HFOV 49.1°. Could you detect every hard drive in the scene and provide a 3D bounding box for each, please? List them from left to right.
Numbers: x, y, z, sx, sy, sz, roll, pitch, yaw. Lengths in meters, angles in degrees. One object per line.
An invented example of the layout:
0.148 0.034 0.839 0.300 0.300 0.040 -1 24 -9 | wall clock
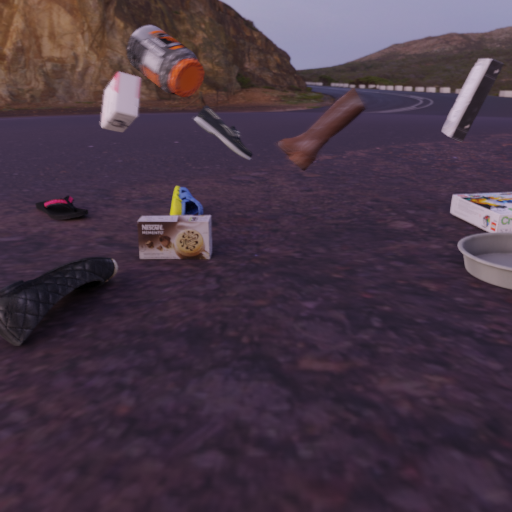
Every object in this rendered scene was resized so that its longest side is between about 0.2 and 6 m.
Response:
4.684 -3.422 12.270 0.332 1.753 1.225 22 22 1 | hard drive

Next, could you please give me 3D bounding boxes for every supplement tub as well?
-2.037 -4.369 12.653 1.066 1.066 1.741 -19 52 -44 | supplement tub

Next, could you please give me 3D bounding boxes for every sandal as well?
-5.220 -1.357 14.793 0.832 0.499 2.215 -17 25 -41 | sandal
-1.800 -1.293 14.460 0.798 0.729 1.834 7 23 -11 | sandal

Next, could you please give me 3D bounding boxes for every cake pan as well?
5.063 0.108 10.488 2.486 0.456 2.486 0 19 0 | cake pan

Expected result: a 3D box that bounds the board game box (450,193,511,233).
6.860 -1.104 13.903 3.284 0.568 2.073 -4 20 -11 | board game box

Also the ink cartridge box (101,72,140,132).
-2.811 -3.150 11.587 0.493 0.846 1.169 8 -8 -27 | ink cartridge box

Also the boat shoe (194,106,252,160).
-0.696 -2.958 13.527 1.656 0.500 0.626 35 3 -20 | boat shoe

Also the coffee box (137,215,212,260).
-1.644 -0.387 11.406 1.440 0.814 0.575 1 18 0 | coffee box

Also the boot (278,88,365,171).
1.420 -2.830 12.145 0.623 1.941 1.809 36 13 -26 | boot

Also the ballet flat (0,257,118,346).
-3.135 0.621 8.928 0.972 0.831 2.924 -26 4 24 | ballet flat
